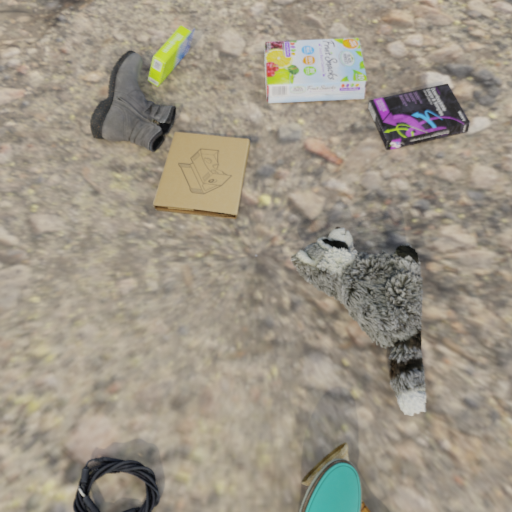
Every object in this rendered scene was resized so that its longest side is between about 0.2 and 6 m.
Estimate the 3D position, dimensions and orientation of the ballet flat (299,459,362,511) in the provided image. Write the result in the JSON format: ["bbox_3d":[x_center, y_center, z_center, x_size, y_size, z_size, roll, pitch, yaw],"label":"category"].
[{"bbox_3d":[0.840,4.179,7.829,0.885,0.837,2.626,18,68,-8],"label":"ballet flat"}]

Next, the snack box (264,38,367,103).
[{"bbox_3d":[1.408,-4.574,13.764,2.371,0.628,1.686,-2,57,1],"label":"snack box"}]

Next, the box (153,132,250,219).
[{"bbox_3d":[-1.129,-1.798,12.220,1.770,0.230,2.165,6,56,4],"label":"box"}]

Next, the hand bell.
[{"bbox_3d":[1.594,3.795,8.364,0.918,0.918,1.763,-36,75,-21],"label":"hand bell"}]

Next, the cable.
[{"bbox_3d":[-2.133,3.680,8.577,1.316,0.334,1.074,9,57,5],"label":"cable"}]

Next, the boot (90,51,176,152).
[{"bbox_3d":[-2.634,-3.567,13.103,1.702,0.902,2.585,13,68,4],"label":"boot"}]

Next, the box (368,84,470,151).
[{"bbox_3d":[3.752,-3.250,12.991,1.950,0.352,1.394,-12,57,-2],"label":"box"}]

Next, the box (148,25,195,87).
[{"bbox_3d":[-2.098,-4.996,13.874,0.358,0.917,1.503,32,61,-5],"label":"box"}]

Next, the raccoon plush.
[{"bbox_3d":[1.714,0.999,9.716,2.202,1.590,3.286,-2,57,8],"label":"raccoon plush"}]
